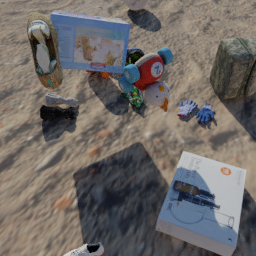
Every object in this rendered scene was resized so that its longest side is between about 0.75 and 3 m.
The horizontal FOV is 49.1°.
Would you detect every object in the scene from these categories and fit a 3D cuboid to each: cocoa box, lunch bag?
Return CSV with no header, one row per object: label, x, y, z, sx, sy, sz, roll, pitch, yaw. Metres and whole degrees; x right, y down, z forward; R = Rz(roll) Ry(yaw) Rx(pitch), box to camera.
cocoa box,-1.523,-3.259,10.609,2.807,1.872,1.842,2,25,-14
lunch bag,5.042,-2.647,12.295,2.138,2.549,1.776,-8,45,-8

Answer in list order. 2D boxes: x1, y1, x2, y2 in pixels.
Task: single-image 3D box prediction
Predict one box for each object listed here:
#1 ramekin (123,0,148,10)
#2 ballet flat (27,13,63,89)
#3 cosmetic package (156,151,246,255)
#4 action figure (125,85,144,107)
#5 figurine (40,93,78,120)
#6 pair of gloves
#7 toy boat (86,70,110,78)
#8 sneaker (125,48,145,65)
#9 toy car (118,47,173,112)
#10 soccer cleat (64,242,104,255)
ramekin,0.577,-9.751,20.752,2.000,2.000,1.050,-9,54,-10
ballet flat,-2.601,-2.557,8.655,0.960,0.889,2.722,-19,79,-2
cosmetic package,2.263,2.101,8.378,2.085,0.715,2.766,17,44,15
action figure,0.270,-1.590,12.697,1.101,0.510,1.864,-7,46,-13
figurine,-2.851,-0.886,11.887,1.405,0.620,1.440,7,41,-4
pair of gloves,2.918,-0.718,11.927,1.615,0.184,1.298,18,47,20
toy boat,-1.265,-3.046,13.880,1.169,1.171,1.792,-38,12,-35
sneaker,-0.116,-3.760,14.852,2.249,0.797,0.932,-12,36,-17
toy car,0.904,-1.385,9.242,1.671,1.603,1.813,-31,84,-20
soccer cleat,-1.190,3.236,7.253,1.146,0.488,0.393,-10,43,-12
